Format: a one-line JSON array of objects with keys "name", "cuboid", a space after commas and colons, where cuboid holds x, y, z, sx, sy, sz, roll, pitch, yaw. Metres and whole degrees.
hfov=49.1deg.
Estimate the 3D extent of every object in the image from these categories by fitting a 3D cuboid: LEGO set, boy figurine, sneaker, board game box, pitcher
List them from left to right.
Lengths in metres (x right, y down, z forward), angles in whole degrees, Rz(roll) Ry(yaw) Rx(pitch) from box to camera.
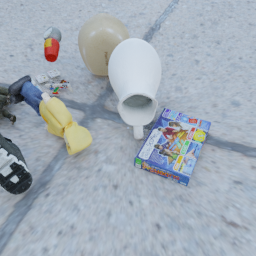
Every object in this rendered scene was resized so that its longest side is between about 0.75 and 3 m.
[{"name": "sneaker", "cuboid": [-2.703, 0.361, 5.516, 0.703, 2.115, 0.957, -38, 18, -9]}, {"name": "LEGO set", "cuboid": [-2.401, -1.223, 8.419, 1.147, 0.377, 1.535, -26, 41, -20]}, {"name": "boy figurine", "cuboid": [-1.780, -0.214, 6.571, 2.191, 1.362, 0.706, 43, 58, 8]}, {"name": "pitcher", "cuboid": [0.182, -0.953, 6.774, 1.280, 1.811, 2.111, -2, 53, -1]}, {"name": "board game box", "cuboid": [1.097, 0.352, 6.615, 1.271, 0.324, 1.878, 20, 48, 18]}]

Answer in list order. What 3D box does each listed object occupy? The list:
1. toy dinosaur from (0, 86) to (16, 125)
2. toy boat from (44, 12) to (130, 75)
[{"name": "toy dinosaur", "cuboid": [-3.505, -0.732, 7.309, 1.323, 0.996, 2.587, 3, 45, -2]}, {"name": "toy boat", "cuboid": [-1.210, -2.512, 8.235, 2.544, 2.138, 1.182, -2, 58, -6]}]
